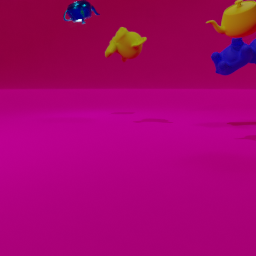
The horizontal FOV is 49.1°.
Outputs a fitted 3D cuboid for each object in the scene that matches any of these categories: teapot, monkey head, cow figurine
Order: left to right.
[{"bbox_3d":[-1.881,-4.660,11.346,1.692,0.828,1.052,-28,19,-29],"label":"teapot"},{"bbox_3d":[-0.114,-2.637,9.302,1.021,1.220,1.695,36,-21,-13],"label":"monkey head"},{"bbox_3d":[2.293,-2.277,5.780,1.351,0.661,0.840,-23,33,6],"label":"teapot"},{"bbox_3d":[3.586,-2.228,8.950,1.718,0.943,1.690,-36,-28,18],"label":"cow figurine"}]
